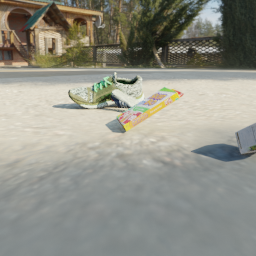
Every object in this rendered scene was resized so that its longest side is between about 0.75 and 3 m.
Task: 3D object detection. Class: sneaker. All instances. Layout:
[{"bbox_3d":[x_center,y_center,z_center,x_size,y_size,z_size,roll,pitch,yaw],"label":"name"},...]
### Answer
[{"bbox_3d":[-0.760,-1.560,10.532,2.958,1.311,1.137,-3,41,-12],"label":"sneaker"},{"bbox_3d":[-0.063,-0.848,9.998,1.281,0.541,0.480,36,46,17],"label":"sneaker"}]

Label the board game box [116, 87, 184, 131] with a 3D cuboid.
[{"bbox_3d":[0.575,-0.583,7.550,1.803,0.270,0.862,-30,23,-4],"label":"board game box"}]

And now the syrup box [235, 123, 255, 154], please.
[{"bbox_3d":[2.641,0.115,5.303,0.487,0.504,1.238,-5,-17,-16],"label":"syrup box"}]
